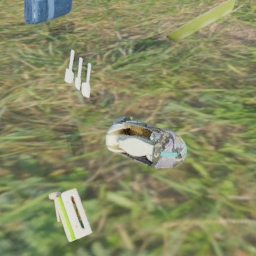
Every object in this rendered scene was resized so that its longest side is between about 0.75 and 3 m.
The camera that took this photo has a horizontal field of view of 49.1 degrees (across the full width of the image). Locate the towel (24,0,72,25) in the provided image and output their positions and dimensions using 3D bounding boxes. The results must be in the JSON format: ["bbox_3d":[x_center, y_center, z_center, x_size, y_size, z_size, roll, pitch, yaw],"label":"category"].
[{"bbox_3d":[-2.334,-3.678,8.354,0.408,0.939,1.681,34,47,17],"label":"towel"}]

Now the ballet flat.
[{"bbox_3d":[0.032,0.164,3.974,0.622,0.622,1.729,-30,24,-28],"label":"ballet flat"}]

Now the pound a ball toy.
[{"bbox_3d":[-0.862,1.268,4.246,0.340,0.521,0.799,-11,70,-38],"label":"pound a ball toy"}]

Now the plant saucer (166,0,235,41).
[{"bbox_3d":[1.958,-2.815,7.493,1.961,0.305,1.961,-28,10,5],"label":"plant saucer"}]

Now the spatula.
[{"bbox_3d":[-1.394,-1.580,8.070,0.108,0.938,1.350,-29,45,32],"label":"spatula"}]
